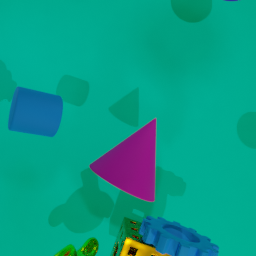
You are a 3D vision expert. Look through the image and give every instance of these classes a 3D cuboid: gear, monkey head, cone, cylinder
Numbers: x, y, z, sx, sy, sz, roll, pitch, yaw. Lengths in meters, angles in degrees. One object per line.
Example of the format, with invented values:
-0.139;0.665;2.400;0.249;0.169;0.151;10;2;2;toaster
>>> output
0.886;1.962;4.931;1.362;1.362;0.252;19;88;4;gear
-1.102;2.493;4.685;1.988;1.198;1.430;-30;112;-37;monkey head
0.140;0.290;3.633;0.950;0.950;0.953;28;88;6;cone
-1.518;-0.254;4.589;0.714;0.714;0.714;11;76;-28;cylinder

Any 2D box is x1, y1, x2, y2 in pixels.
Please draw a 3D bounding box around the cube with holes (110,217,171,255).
0.286;2.623;5.377;1.165;1.165;1.165;20;89;-2;cube with holes
